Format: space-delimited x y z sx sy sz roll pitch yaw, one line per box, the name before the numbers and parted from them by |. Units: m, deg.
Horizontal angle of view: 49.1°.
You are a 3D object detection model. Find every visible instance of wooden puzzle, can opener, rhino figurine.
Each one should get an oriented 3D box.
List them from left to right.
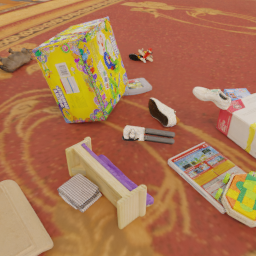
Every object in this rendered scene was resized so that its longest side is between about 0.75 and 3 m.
wooden puzzle | -3.549 2.591 6.517 2.821 0.525 2.610 -21 41 -33
rhino figurine | -5.765 -3.627 14.570 1.100 0.752 2.515 26 40 8
can opener | 0.657 0.240 9.029 1.688 0.561 0.444 6 74 1

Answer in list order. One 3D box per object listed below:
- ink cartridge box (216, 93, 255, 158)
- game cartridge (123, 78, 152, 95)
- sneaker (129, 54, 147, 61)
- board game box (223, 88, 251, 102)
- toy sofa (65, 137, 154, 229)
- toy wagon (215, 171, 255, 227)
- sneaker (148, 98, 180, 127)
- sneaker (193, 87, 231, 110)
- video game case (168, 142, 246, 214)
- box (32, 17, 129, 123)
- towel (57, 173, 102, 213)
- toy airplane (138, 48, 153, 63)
ink cartridge box | 4.589 0.027 9.396 1.865 1.072 2.570 -17 40 -22
game cartridge | 0.264 -1.854 12.617 1.501 0.307 0.999 -13 42 -17
sneaker | 0.549 -3.898 15.326 1.032 0.361 0.464 7 30 3
board game box | 4.755 -1.269 11.844 0.985 0.238 1.302 -3 37 -3
toy sofa | -0.503 1.318 7.674 1.270 1.078 2.603 -27 44 -30
toy wagon | 3.256 1.725 7.503 1.470 0.375 1.894 28 46 20
sneaker | 1.368 -0.596 10.763 0.704 0.606 1.664 -4 39 -29
sneaker | 2.738 -1.102 9.070 1.270 0.562 0.478 27 66 16
video game case | 2.520 1.355 8.351 1.617 0.197 2.261 -22 42 -26
box | -1.510 -2.166 10.468 1.769 2.899 2.793 -4 33 25
towel | -1.321 1.741 7.655 0.977 0.418 0.809 27 45 31
toy airplane | 0.948 -3.896 15.005 0.764 0.767 0.541 -10 33 0
